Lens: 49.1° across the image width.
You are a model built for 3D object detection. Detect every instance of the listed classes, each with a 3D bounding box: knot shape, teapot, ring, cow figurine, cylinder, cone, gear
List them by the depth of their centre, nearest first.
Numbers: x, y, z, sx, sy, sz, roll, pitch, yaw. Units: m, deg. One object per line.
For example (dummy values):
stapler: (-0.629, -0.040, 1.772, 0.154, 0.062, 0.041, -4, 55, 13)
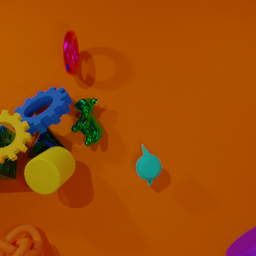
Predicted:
cylinder: (3.237, 3.159, 6.453, 1.356, 1.356, 1.356, -33, 74, -9)
gear: (-2.980, 0.195, 6.676, 1.246, 0.230, 1.246, 2, 71, -6)
knot shape: (-2.642, 2.802, 6.708, 1.350, 1.264, 0.624, 11, 98, 40)
cylinder: (-1.888, 1.020, 6.877, 0.917, 0.917, 0.917, 3, 105, 12)
teapot: (0.492, 0.953, 7.136, 0.662, 0.521, 1.065, -9, 93, -15)
gear: (-2.356, -0.479, 7.628, 1.695, 0.314, 1.695, -16, 39, 13)
cone: (-2.046, 0.553, 7.740, 1.071, 1.067, 1.067, 28, 74, -20)
cow figurine: (-1.080, -0.230, 7.893, 1.215, 0.667, 1.195, 52, 39, -18)
ring: (-1.641, -2.165, 8.135, 0.257, 1.286, 1.286, 1, 74, 0)

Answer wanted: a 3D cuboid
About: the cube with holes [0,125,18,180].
cube with holes: (-3.740, 0.672, 7.317, 1.246, 1.246, 1.246, -2, 74, -1)
